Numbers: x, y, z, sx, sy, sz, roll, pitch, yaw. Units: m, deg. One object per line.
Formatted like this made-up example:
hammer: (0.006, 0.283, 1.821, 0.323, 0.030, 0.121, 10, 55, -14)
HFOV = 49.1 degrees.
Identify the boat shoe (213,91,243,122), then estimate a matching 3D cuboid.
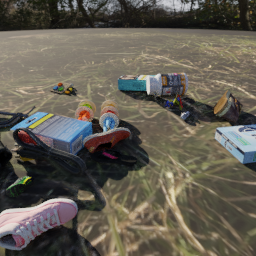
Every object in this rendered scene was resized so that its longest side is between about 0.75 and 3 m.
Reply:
boat shoe: (4.615, -0.910, 12.737, 1.064, 1.066, 2.956, 37, 21, 5)

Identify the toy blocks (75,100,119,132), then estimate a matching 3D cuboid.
toy blocks: (-1.308, -0.428, 11.662, 1.871, 0.815, 2.245, 0, 25, -2)

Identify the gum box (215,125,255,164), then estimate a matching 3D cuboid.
gum box: (4.599, 0.501, 10.083, 2.192, 0.488, 1.863, -6, 26, -12)

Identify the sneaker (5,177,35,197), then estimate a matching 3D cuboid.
sneaker: (-3.091, 1.651, 7.914, 0.385, 0.352, 0.903, 5, 16, 27)

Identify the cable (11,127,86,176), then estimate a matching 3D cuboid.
cable: (-2.552, 0.647, 8.833, 2.767, 1.344, 0.696, 9, 26, 14)

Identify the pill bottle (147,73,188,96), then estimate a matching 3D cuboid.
pill bottle: (2.058, -2.288, 14.825, 2.026, 1.179, 1.179, -3, 26, -6)

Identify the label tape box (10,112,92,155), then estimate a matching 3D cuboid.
label tape box: (-2.735, 0.215, 10.231, 2.368, 0.783, 1.697, 10, 27, 16)

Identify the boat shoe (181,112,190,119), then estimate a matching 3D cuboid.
boat shoe: (2.519, -0.594, 12.666, 0.261, 0.276, 0.789, 9, 25, 33)

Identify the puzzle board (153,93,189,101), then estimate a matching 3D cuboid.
puzzle board: (2.239, -1.820, 15.390, 1.353, 0.156, 1.795, -21, 32, -35)

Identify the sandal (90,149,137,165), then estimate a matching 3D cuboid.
sandal: (-0.479, 0.916, 9.359, 1.574, 0.355, 0.591, 4, 26, 8)

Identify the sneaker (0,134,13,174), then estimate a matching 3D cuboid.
sneaker: (-4.307, 0.806, 9.112, 1.155, 0.848, 2.553, -1, 29, -10)

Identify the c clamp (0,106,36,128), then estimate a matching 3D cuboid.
c clamp: (-5.615, -0.506, 12.519, 2.328, 0.315, 1.988, 4, 31, 5)

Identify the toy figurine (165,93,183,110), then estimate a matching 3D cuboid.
toy figurine: (2.200, -1.149, 13.776, 0.787, 0.693, 1.313, -22, 15, 21)

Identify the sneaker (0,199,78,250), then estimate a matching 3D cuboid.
sneaker: (-2.044, 2.202, 6.270, 1.830, 0.689, 0.957, -9, 24, -6)

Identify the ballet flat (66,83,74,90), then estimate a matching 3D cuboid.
ballet flat: (-3.403, -2.463, 16.576, 0.277, 0.276, 0.811, -22, 18, 34)

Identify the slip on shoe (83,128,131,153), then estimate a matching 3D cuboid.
slip on shoe: (-0.681, 0.463, 10.122, 1.973, 0.731, 0.604, -14, 63, -40)

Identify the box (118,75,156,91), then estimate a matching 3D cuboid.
box: (0.849, -2.630, 16.283, 2.711, 0.666, 1.115, 4, 24, 15)

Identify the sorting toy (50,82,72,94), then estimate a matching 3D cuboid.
sorting toy: (-3.726, -2.319, 16.122, 1.371, 0.184, 1.021, 16, 46, 31)
